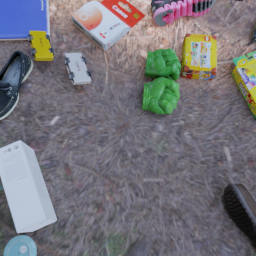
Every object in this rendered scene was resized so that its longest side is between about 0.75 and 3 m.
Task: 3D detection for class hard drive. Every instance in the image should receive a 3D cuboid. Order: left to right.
[{"bbox_3d":[-4.422,-4.291,10.691,2.726,0.346,1.798,-2,91,-2],"label":"hard drive"}]

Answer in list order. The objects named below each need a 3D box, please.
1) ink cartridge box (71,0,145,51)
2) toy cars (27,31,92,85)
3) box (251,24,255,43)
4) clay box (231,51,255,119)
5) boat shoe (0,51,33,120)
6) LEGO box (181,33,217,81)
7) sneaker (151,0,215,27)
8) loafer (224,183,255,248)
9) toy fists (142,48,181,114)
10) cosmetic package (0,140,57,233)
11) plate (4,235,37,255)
[{"bbox_3d":[-0.725,-4.356,10.912,1.873,0.579,2.310,43,79,12],"label":"ink cartridge box"},{"bbox_3d":[-2.513,-2.442,10.161,2.998,0.664,1.344,33,51,4],"label":"toy cars"},{"bbox_3d":[5.625,-3.674,10.769,1.496,0.382,1.180,20,74,7],"label":"box"},{"bbox_3d":[4.706,-1.577,9.978,1.333,0.552,2.320,-19,73,-6],"label":"clay box"},{"bbox_3d":[-4.203,-1.564,9.808,0.978,0.868,2.617,24,73,8],"label":"boat shoe"},{"bbox_3d":[2.614,-2.624,10.300,1.167,0.605,1.568,6,72,2],"label":"LEGO box"},{"bbox_3d":[2.101,-4.954,10.970,2.645,1.045,1.262,-16,61,-6],"label":"sneaker"},{"bbox_3d":[3.993,2.848,8.360,1.038,1.068,2.924,-28,79,-19],"label":"loafer"},{"bbox_3d":[1.225,-1.693,9.869,1.282,0.865,2.514,5,70,1],"label":"toy fists"},{"bbox_3d":[-3.084,1.780,8.490,0.891,1.269,2.502,-23,72,-7],"label":"cosmetic package"},{"bbox_3d":[-3.263,3.761,8.429,0.999,0.128,0.999,0,71,1],"label":"plate"}]
